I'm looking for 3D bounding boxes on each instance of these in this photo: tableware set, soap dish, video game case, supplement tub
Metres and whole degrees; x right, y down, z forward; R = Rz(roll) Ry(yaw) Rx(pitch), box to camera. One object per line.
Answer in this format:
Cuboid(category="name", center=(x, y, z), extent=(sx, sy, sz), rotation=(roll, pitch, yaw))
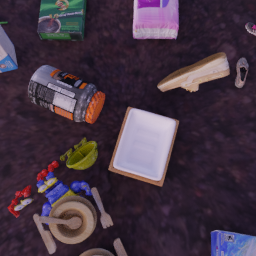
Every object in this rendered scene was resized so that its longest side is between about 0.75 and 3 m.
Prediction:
Cuboid(category="tableware set", center=(-1.099, 3.049, 7.021), extent=(1.812, 0.549, 2.742), rotation=(-24, 95, -7))
Cuboid(category="soap dish", center=(0.470, 0.526, 8.120), extent=(1.560, 0.805, 1.982), rotation=(16, 74, 5))
Cuboid(category="video game case", center=(3.065, 3.789, 6.967), extent=(1.904, 0.477, 2.100), rotation=(11, 63, -7))
Cuboid(category="supplement tub", center=(-1.786, -0.959, 8.331), extent=(2.016, 1.235, 1.235), rotation=(23, 74, 4))

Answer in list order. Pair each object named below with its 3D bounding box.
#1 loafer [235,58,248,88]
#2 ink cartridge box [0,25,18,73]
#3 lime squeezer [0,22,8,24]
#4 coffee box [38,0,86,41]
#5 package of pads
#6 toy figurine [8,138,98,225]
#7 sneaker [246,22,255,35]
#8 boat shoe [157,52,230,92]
Cuboid(category="loafer", center=(3.732, -1.842, 9.091), extent=(0.383, 0.335, 1.067), rotation=(13, 73, 4))
Cuboid(category="ink cartridge box", center=(-4.860, -2.329, 8.525), extent=(2.339, 1.691, 0.985), rotation=(-15, 74, -4))
Cuboid(category="lime squeezer", center=(-4.740, -3.753, 9.796), extent=(1.022, 0.193, 0.361), rotation=(24, 43, 8))
Cuboid(category="coffee box", center=(-2.232, -4.227, 9.706), extent=(1.524, 0.545, 2.478), rotation=(2, 73, 1))
Cuboid(category="package of pads", center=(0.938, -4.211, 9.502), extent=(1.482, 0.931, 2.460), rotation=(2, 73, 1))
Cuboid(category="toy figurine", center=(-1.625, 1.779, 7.819), extent=(2.788, 1.470, 1.670), rotation=(-39, 106, -11))
Cuboid(category="sneaker", center=(4.428, -3.356, 9.531), extent=(0.322, 0.382, 0.873), rotation=(-43, 78, -12))
Cuboid(category="boat shoe", center=(1.947, -1.462, 8.385), extent=(2.180, 0.804, 0.754), rotation=(-20, 112, 29))
